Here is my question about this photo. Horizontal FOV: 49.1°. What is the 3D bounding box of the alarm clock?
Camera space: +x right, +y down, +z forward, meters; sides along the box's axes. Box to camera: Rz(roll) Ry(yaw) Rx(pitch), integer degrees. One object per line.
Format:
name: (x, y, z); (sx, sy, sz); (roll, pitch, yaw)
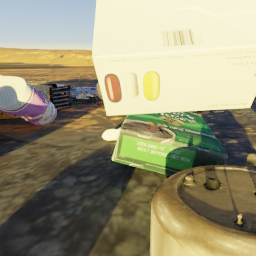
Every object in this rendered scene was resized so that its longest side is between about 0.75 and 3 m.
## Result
alarm clock: (0.943, 0.974, 2.372); (1.673, 0.826, 2.481); (7, 19, 24)

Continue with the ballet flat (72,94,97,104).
ballet flat: (-1.741, -1.187, 11.227); (1.111, 0.380, 0.378); (4, 19, 16)

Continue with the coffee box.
coffee box: (0.730, 0.090, 5.350); (1.676, 0.599, 2.725); (14, 16, 4)

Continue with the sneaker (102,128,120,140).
sneaker: (-0.153, 0.140, 6.436); (0.900, 0.339, 0.398); (0, -7, -16)

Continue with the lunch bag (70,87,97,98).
lunch bag: (-2.044, -1.663, 12.897); (1.261, 0.477, 1.011); (0, 13, -3)

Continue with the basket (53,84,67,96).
basket: (-2.926, -1.502, 11.869); (0.618, 0.679, 1.002); (-3, 15, -18)

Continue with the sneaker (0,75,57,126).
sneaker: (-3.198, -0.741, 7.628); (2.963, 1.074, 1.689); (23, -10, 32)

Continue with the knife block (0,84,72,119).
knife block: (-3.320, -1.010, 9.620); (2.729, 0.873, 2.396); (-4, 14, -12)

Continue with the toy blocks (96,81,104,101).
toy blocks: (0.415, -1.391, 10.684); (2.437, 1.062, 2.924); (-8, 17, -26)

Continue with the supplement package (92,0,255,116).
supplement package: (0.562, -1.020, 3.428); (1.793, 0.994, 1.396); (-3, 56, 4)
